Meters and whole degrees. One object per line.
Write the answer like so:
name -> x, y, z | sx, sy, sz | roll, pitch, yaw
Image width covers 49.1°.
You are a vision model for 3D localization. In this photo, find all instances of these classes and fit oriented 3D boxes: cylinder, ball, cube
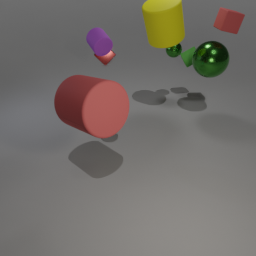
cylinder -> 1.314, -3.890, 10.230 | 1.400, 1.400, 1.400 | -9, 45, 10
cylinder -> -0.924, -0.580, 7.101 | 1.400, 1.400, 1.400 | -25, 29, -35
ball -> 1.979, -3.398, 12.096 | 0.700, 0.700, 0.700 | 0, 31, 0
cylinder -> 2.852, -3.232, 12.757 | 0.700, 0.700, 0.700 | -26, 25, 19
cylinder -> -0.966, -2.914, 9.479 | 0.700, 0.700, 0.700 | -16, 53, -24
cube -> -1.061, -3.329, 12.667 | 0.700, 0.700, 0.700 | -46, 20, 8
cube -> 3.691, -3.936, 10.275 | 0.700, 0.700, 0.700 | 7, 31, -14
ball -> 3.215, -2.666, 10.910 | 1.400, 1.400, 1.400 | 0, 31, 0
